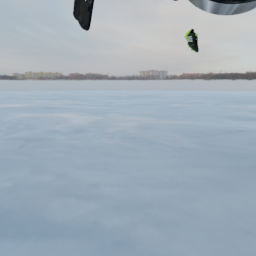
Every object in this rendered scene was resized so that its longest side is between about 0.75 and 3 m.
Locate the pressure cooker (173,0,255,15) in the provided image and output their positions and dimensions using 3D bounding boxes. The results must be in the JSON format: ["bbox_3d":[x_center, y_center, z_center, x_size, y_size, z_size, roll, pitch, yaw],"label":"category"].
[{"bbox_3d":[1.299,-2.294,3.170,1.804,1.777,2.020,12,19,12],"label":"pressure cooker"}]

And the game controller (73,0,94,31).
[{"bbox_3d":[-0.948,-3.213,6.442,0.382,1.815,0.947,-14,52,-28],"label":"game controller"}]

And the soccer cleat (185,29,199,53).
[{"bbox_3d":[2.223,-2.987,9.536,0.353,1.046,0.424,15,-44,-31],"label":"soccer cleat"}]
